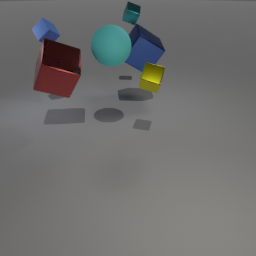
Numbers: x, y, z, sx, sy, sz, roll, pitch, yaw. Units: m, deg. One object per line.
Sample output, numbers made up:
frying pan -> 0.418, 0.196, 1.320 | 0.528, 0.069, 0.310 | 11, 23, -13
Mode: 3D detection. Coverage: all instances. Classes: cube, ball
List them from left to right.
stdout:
cube -> -3.439, -4.029, 11.785 | 0.700, 0.700, 0.700 | 58, 20, 17
cube -> -2.648, -2.200, 10.490 | 1.400, 1.400, 1.400 | 11, 54, -25
ball -> -0.587, -2.852, 9.748 | 1.400, 1.400, 1.400 | 0, 28, 0
cube -> 0.179, -5.746, 14.061 | 0.700, 0.700, 0.700 | 15, 57, -14
cube -> 0.627, -3.582, 12.744 | 1.400, 1.400, 1.400 | 25, 33, -24
cube -> 0.834, -1.748, 9.795 | 0.700, 0.700, 0.700 | 16, 70, 5
